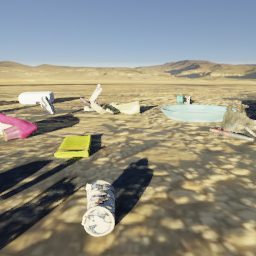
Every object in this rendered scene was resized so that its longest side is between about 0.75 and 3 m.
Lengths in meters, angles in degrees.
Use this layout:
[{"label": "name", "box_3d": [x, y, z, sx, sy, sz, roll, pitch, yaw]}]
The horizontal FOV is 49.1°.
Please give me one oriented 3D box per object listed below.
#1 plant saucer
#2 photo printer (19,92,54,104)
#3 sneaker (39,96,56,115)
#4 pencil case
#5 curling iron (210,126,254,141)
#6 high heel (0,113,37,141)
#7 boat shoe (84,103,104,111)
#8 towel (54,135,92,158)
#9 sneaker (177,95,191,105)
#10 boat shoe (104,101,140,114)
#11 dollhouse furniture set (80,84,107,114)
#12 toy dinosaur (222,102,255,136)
[{"label": "plant saucer", "box_3d": [2.832, -0.605, 11.407, 2.942, 0.403, 2.942, -1, 11, 0]}, {"label": "photo printer", "box_3d": [-5.506, -1.805, 16.782, 1.889, 0.656, 1.572, -2, 12, -5]}, {"label": "sneaker", "box_3d": [-3.272, -0.893, 11.362, 0.356, 0.895, 0.351, -14, 33, 16]}, {"label": "pencil case", "box_3d": [-0.361, 0.971, 3.508, 0.400, 0.348, 0.894, 5, 11, -5]}, {"label": "curling iron", "box_3d": [2.933, 0.152, 7.999, 0.362, 0.187, 1.461, -21, 20, -25]}, {"label": "high heel", "box_3d": [-3.371, -0.113, 8.302, 0.878, 0.616, 1.827, -18, 34, -30]}, {"label": "boat shoe", "box_3d": [-1.660, -1.119, 13.978, 0.495, 0.413, 1.328, 6, 11, 37]}, {"label": "towel", "box_3d": [-1.293, 0.408, 6.889, 0.741, 0.155, 1.721, 0, 11, -5]}, {"label": "sneaker", "box_3d": [3.234, -1.642, 16.170, 0.803, 0.556, 1.330, 7, 5, 12]}, {"label": "boat shoe", "box_3d": [-0.291, -0.989, 12.803, 1.899, 0.597, 0.693, 9, 14, 37]}, {"label": "dollhouse furniture set", "box_3d": [-1.039, -1.134, 11.605, 1.355, 0.961, 1.073, 37, 3, 41]}, {"label": "toy dinosaur", "box_3d": [3.089, -0.213, 8.356, 0.698, 0.927, 1.813, 16, -10, -9]}]
